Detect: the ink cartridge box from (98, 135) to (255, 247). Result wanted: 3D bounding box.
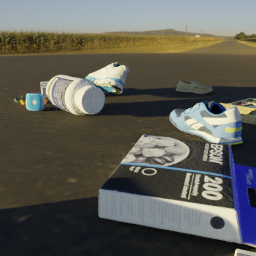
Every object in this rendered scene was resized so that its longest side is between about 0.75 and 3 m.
[{"bbox_3d":[1.156,0.847,4.797,2.579,0.560,2.555,7,19,16],"label":"ink cartridge box"}]

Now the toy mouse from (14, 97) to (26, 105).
[{"bbox_3d":[-4.182,-1.132,11.361,1.087,0.210,0.966,-13,23,-36],"label":"toy mouse"}]

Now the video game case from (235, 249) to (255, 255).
[{"bbox_3d":[1.585,1.816,2.465,1.194,0.150,1.667,6,19,18],"label":"video game case"}]

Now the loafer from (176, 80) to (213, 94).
[{"bbox_3d":[3.152,-1.967,13.300,1.717,0.586,0.650,4,19,12],"label":"loafer"}]

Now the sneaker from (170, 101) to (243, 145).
[{"bbox_3d":[2.074,-0.301,7.583,0.897,0.998,2.427,-13,21,-29],"label":"sneaker"}]

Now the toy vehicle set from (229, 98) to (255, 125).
[{"bbox_3d":[4.286,-0.622,9.657,2.301,0.305,1.430,-14,23,-37],"label":"toy vehicle set"}]

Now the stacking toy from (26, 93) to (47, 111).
[{"bbox_3d":[-3.316,-0.981,10.499,0.654,0.619,1.127,2,7,1],"label":"stacking toy"}]

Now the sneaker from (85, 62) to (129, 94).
[{"bbox_3d":[-0.835,-2.296,12.497,1.117,1.292,2.981,35,-9,-34],"label":"sneaker"}]

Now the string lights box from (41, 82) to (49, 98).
[{"bbox_3d":[-3.542,-1.781,12.878,0.853,0.489,1.660,-6,19,-18],"label":"string lights box"}]

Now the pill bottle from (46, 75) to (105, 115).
[{"bbox_3d":[-1.802,-1.121,9.674,1.233,1.233,2.220,-15,23,-37],"label":"pill bottle"}]

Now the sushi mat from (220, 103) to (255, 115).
[{"bbox_3d":[3.438,-0.638,9.100,0.628,0.079,1.313,-21,25,-38],"label":"sushi mat"}]
